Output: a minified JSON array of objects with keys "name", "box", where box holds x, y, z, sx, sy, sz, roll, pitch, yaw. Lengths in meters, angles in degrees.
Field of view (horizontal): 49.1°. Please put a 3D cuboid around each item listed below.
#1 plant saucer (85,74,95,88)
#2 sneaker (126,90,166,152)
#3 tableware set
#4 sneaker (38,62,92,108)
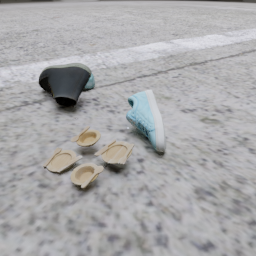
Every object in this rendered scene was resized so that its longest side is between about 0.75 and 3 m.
[{"name":"plant saucer","box":[-1.800,-2.196,11.497,1.242,0.239,1.242,29,41,-29]},{"name":"sneaker","box":[0.482,-0.162,8.193,0.991,0.894,2.418,-14,40,2]},{"name":"tableware set","box":[-0.999,0.672,6.984,2.079,0.241,1.737,19,48,37]},{"name":"sneaker","box":[-2.632,-1.469,10.275,2.740,1.025,1.456,-5,57,42]}]
